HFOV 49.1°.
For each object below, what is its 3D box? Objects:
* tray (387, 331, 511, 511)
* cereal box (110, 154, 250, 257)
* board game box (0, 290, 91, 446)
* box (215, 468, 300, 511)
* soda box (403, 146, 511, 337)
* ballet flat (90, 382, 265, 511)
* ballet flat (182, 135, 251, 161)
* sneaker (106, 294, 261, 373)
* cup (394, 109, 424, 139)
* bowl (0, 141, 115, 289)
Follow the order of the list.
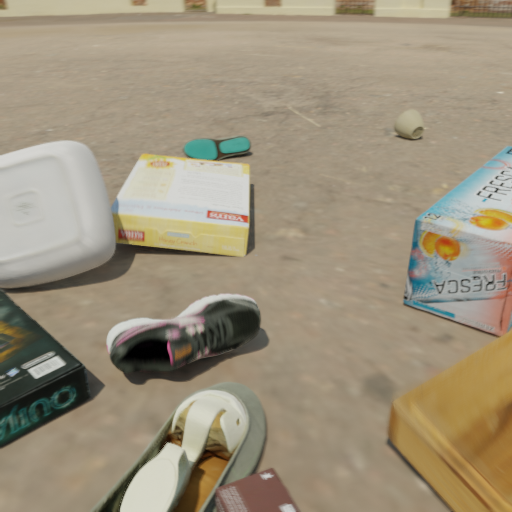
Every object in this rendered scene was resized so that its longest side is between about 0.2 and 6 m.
[{"bbox_3d":[2.999,1.270,5.060,3.269,0.605,1.612,-24,44,-20],"label":"tray"},{"bbox_3d":[-1.227,-1.015,10.030,2.219,0.610,3.085,6,28,-3],"label":"cereal box"},{"bbox_3d":[-3.942,1.509,5.502,3.734,0.526,2.526,-24,36,-37],"label":"board game box"},{"bbox_3d":[0.013,2.092,4.291,0.509,0.620,0.514,-12,29,-22],"label":"box"},{"bbox_3d":[3.729,-0.454,8.373,1.422,1.321,4.157,20,33,33],"label":"soda box"},{"bbox_3d":[-0.548,1.733,4.704,0.901,0.851,2.673,17,31,16],"label":"ballet flat"},{"bbox_3d":[-0.961,-2.507,13.285,1.713,0.577,0.546,-10,2,-21],"label":"ballet flat"},{"bbox_3d":[-0.772,0.972,6.234,1.784,0.717,0.770,-17,13,-7],"label":"sneaker"},{"bbox_3d":[4.079,-3.370,14.663,0.760,0.760,0.543,-11,45,-20],"label":"cup"},{"bbox_3d":[-3.079,-0.613,7.806,1.947,1.944,0.727,-16,-4,-4],"label":"bowl"}]
